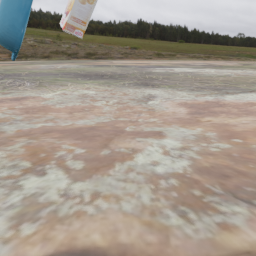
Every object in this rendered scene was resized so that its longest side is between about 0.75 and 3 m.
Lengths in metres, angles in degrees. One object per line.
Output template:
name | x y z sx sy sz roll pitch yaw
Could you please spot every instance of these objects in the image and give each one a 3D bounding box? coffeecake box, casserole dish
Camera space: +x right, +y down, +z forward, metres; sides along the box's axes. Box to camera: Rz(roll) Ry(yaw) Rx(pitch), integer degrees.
coffeecake box | -1.404 -3.696 8.343 0.628 1.719 1.319 17 21 -26
casserole dish | -1.634 -2.203 4.207 0.453 2.334 1.414 14 13 -28
